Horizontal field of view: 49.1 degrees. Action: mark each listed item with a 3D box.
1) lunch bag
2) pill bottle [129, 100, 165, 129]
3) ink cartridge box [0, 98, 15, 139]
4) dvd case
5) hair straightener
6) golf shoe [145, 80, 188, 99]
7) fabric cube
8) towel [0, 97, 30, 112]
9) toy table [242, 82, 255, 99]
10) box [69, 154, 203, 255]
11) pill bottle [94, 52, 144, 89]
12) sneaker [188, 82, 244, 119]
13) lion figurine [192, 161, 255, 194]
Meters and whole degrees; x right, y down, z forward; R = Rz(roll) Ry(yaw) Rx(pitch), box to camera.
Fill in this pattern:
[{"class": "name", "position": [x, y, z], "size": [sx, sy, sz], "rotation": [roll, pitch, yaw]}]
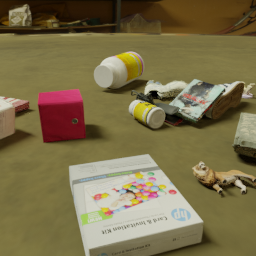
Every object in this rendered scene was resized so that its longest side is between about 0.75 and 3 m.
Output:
[{"class": "lunch bag", "position": [3.554, 0.294, 7.350], "size": [1.397, 1.001, 1.703], "rotation": [11, 21, 24]}, {"class": "pill bottle", "position": [0.613, -0.506, 9.566], "size": [0.723, 0.723, 1.265], "rotation": [-14, 27, -30]}, {"class": "ink cartridge box", "position": [-4.818, -0.165, 7.959], "size": [1.828, 1.064, 2.510], "rotation": [24, 33, 22]}, {"class": "dvd case", "position": [2.373, -0.995, 9.839], "size": [1.308, 0.197, 1.792], "rotation": [28, 63, 40]}, {"class": "hair straightener", "position": [0.908, -0.961, 10.176], "size": [0.532, 1.001, 2.602], "rotation": [-34, 37, -17]}, {"class": "golf shoe", "position": [1.715, -1.536, 12.255], "size": [2.050, 0.803, 0.997], "rotation": [2, 40, 20]}, {"class": "fabric cube", "position": [-2.046, -0.411, 8.674], "size": [1.274, 1.254, 1.279], "rotation": [-6, 24, -14]}, {"class": "towel", "position": [-5.491, -0.748, 10.706], "size": [2.863, 0.326, 2.062], "rotation": [11, 27, 28]}, {"class": "toy table", "position": [5.291, -1.720, 12.662], "size": [0.865, 0.551, 0.941], "rotation": [-8, 25, -17]}, {"class": "box", "position": [-0.043, 1.383, 5.424], "size": [1.916, 0.506, 2.457], "rotation": [-7, 25, -16]}, {"class": "pill bottle", "position": [-0.437, -2.890, 14.126], "size": [1.542, 1.542, 2.958], "rotation": [12, 26, 26]}, {"class": "sneaker", "position": [3.351, -1.304, 11.058], "size": [1.614, 1.042, 2.975], "rotation": [21, 34, 37]}, {"class": "lion figurine", "position": [2.161, 1.112, 6.239], "size": [1.339, 0.485, 0.820], "rotation": [9, 13, -14]}]
